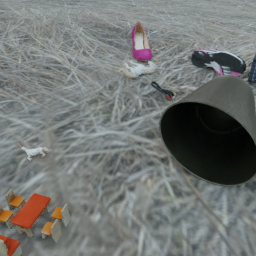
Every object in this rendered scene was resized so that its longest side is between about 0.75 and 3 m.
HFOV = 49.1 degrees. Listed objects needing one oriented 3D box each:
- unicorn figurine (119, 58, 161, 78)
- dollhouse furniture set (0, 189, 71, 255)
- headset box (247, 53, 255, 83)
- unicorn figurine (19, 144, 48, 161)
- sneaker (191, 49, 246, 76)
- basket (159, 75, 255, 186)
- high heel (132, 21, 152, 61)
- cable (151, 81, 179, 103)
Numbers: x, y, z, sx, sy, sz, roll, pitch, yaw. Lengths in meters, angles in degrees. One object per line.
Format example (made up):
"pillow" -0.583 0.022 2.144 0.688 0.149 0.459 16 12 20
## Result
"unicorn figurine" 0.457 -2.606 12.287 1.186 0.638 1.726 31 59 23
"dollhouse furniture set" -2.088 1.861 5.577 1.425 0.734 1.410 11 36 15
"headset box" 6.273 -2.588 11.772 2.241 1.040 1.952 16 38 22
"unicorn figurine" -2.633 0.663 7.771 0.792 0.292 0.544 1 22 -24
"sneaker" 4.193 -3.121 12.608 1.101 1.024 2.550 -26 43 -34
"basket" 2.420 -0.255 7.548 2.545 1.920 2.823 39 39 2
"high heel" 0.698 -4.375 14.088 0.956 1.362 2.839 -1 35 -2
"cable" 1.231 -1.242 9.899 1.122 0.282 0.545 28 51 14
